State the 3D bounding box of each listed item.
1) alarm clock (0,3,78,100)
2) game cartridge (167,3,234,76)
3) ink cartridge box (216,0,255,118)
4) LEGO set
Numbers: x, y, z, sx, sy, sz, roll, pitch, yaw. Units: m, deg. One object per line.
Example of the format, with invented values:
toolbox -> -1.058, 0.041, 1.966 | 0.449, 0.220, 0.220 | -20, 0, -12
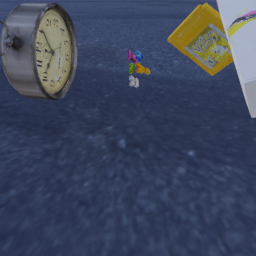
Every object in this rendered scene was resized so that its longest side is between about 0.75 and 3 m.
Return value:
alarm clock -> -1.458, -1.217, 4.360 | 0.741, 1.502, 2.226 | 7, 6, 9
game cartridge -> 1.961, -2.106, 6.866 | 1.574, 1.388, 0.255 | 32, 59, -13
ink cartridge box -> 2.200, -1.221, 4.600 | 0.897, 1.548, 2.659 | -18, 65, 23
LEGO set -> 0.302, -1.528, 7.135 | 0.444, 0.413, 1.082 | 20, 55, -38
